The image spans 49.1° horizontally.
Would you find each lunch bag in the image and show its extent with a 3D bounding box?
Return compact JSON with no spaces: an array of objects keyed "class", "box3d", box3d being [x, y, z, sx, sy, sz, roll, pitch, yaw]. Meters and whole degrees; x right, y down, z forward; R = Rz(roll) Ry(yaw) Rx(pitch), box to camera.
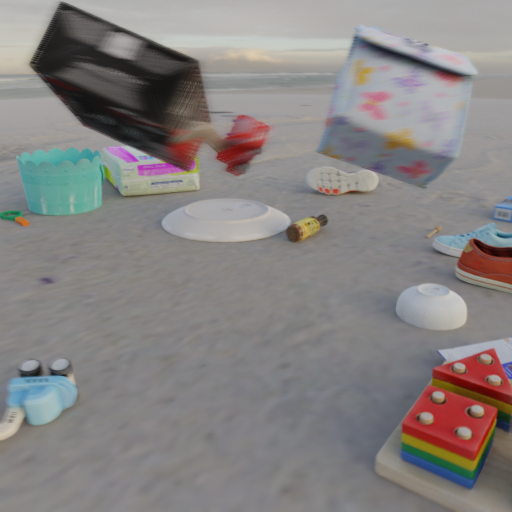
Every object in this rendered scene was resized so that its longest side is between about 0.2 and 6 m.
[{"class":"lunch bag","box3d":[2.900,-3.295,11.431,2.558,3.016,1.918,20,-23,-1]}]

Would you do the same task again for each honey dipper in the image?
[{"class":"honey dipper","box3d":[3.872,-0.516,12.281,0.134,0.134,0.706,15,28,35]}]

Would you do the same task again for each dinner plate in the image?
[{"class":"dinner plate","box3d":[-0.694,-0.944,13.146,3.028,0.367,3.028,1,20,0]}]

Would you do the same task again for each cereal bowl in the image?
[{"class":"cereal bowl","box3d":[2.681,0.713,8.556,1.044,0.435,1.044,-1,21,0]}]

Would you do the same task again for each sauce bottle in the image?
[{"class":"sauce bottle","box3d":[1.143,-0.643,12.183,0.416,0.416,1.262,15,28,35]}]

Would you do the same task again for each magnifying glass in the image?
[{"class":"magnifying glass","box3d":[-5.693,-0.889,13.290,0.496,0.139,1.245,-17,25,-39]}]

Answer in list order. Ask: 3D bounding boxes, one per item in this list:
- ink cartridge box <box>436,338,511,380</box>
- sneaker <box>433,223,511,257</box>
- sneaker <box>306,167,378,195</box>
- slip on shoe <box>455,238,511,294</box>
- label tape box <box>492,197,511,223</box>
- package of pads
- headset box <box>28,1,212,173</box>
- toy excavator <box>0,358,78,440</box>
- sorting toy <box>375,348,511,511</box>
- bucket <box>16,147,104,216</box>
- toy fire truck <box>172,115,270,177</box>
[{"class":"ink cartridge box","box3d":[2.953,1.427,6.899,1.073,0.252,1.061,-11,23,-6]},{"class":"sneaker","box3d":[4.382,-0.339,10.961,1.728,0.708,0.639,7,21,17]},{"class":"sneaker","box3d":[2.373,-2.060,15.830,1.992,0.768,0.816,4,1,-3]},{"class":"slip on shoe","box3d":[4.679,0.231,9.366,2.527,0.773,0.936,13,22,27]},{"class":"label tape box","box3d":[6.296,-1.091,13.456,0.820,0.360,1.137,16,26,36]},{"class":"package of pads","box3d":[-3.125,-2.644,16.610,2.382,1.052,3.084,-9,22,-22]},{"class":"headset box","box3d":[-2.143,-2.729,9.888,2.360,1.225,3.171,24,-6,1]},{"class":"toy excavator","box3d":[-2.524,1.650,6.063,1.022,0.525,1.051,-3,30,-4]},{"class":"sorting toy","box3d":[2.459,1.652,5.414,1.938,0.674,1.926,15,31,35]},{"class":"bucket","box3d":[-4.905,-1.918,14.239,2.112,1.374,2.112,1,21,0]},{"class":"toy fire truck","box3d":[-0.473,-1.419,7.006,0.962,0.332,1.364,25,-20,-12]}]
